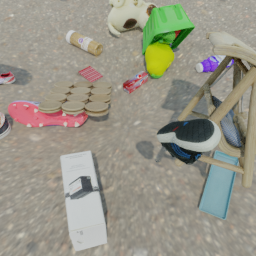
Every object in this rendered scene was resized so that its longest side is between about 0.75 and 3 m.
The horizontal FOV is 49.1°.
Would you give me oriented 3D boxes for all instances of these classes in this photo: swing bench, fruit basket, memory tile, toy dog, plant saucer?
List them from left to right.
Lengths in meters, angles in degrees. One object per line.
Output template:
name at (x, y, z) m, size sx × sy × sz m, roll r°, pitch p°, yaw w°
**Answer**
memory tile at (-1.572, -1.023, 9.074) m, size 2.102 × 0.230 × 2.742 m, roll 0°, pitch 26°, yaw 0°
toy dog at (0.308, -4.930, 12.103) m, size 2.233 × 1.558 × 2.165 m, roll 8°, pitch 56°, yaw 4°
fruit basket at (1.364, -3.058, 10.439) m, size 1.746 × 2.421 × 2.421 m, roll -14°, pitch 52°, yaw -9°
plant saucer at (2.523, 1.522, 7.699) m, size 0.705 × 0.191 × 2.016 m, roll 19°, pitch 52°, yaw 15°
swing bench at (2.114, -0.591, 5.933) m, size 1.609 × 2.480 × 2.467 m, roll 17°, pitch 27°, yaw 5°

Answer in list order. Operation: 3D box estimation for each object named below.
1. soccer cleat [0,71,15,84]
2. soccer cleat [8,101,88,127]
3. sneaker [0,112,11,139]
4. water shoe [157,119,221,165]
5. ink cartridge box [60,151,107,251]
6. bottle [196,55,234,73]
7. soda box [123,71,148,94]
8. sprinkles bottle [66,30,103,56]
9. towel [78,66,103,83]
soccer cleat at (-4.751, -1.760, 10.199) m, size 1.170 × 0.428 × 0.399 m, roll -17°, pitch 53°, yaw -13°
soccer cleat at (-2.541, -0.517, 9.061) m, size 2.560 × 0.854 × 0.979 m, roll 4°, pitch 25°, yaw 8°
sneaker at (-4.725, 0.301, 8.190) m, size 0.978 × 0.990 × 2.493 m, roll 34°, pitch 60°, yaw 23°
water shoe at (0.844, 0.200, 3.652) m, size 0.482 × 1.348 × 0.532 m, roll -36°, pitch 102°, yaw -9°
ink cartridge box at (-1.059, 1.733, 6.742) m, size 0.795 × 1.378 × 1.899 m, roll -10°, pitch 52°, yaw -10°
bottle at (3.319, -2.481, 10.745) m, size 1.472 × 0.481 × 0.615 m, roll -18°, pitch 48°, yaw -14°
soda box at (0.278, -1.667, 10.172) m, size 0.323 × 0.356 × 1.018 m, roll 36°, pitch 59°, yaw 26°
sprinkles bottle at (-1.796, -3.501, 11.535) m, size 1.611 × 0.550 × 0.550 m, roll 30°, pitch 57°, yaw 22°
towel at (-1.423, -2.038, 10.647) m, size 0.593 × 0.092 × 0.820 m, roll -35°, pitch 60°, yaw -27°
